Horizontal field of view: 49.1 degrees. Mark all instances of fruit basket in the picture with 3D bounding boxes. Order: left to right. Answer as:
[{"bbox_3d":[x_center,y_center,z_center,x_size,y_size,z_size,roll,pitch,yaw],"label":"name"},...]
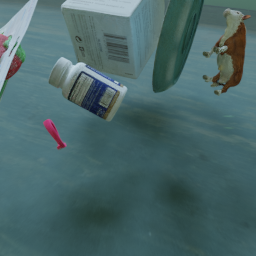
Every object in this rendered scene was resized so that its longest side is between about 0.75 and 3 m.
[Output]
[{"bbox_3d":[-2.583,-1.057,5.302,2.597,1.217,2.405,-10,59,37],"label":"fruit basket"}]

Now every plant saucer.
[{"bbox_3d":[1.231,-2.178,6.348,0.407,2.973,2.973,19,41,12],"label":"plant saucer"}]

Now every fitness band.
[{"bbox_3d":[-1.282,0.112,4.931,0.148,0.567,0.789,-29,3,-10],"label":"fitness band"}]

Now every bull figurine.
[{"bbox_3d":[2.153,-1.590,6.078,1.082,1.782,0.580,-31,37,-19],"label":"bull figurine"}]

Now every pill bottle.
[{"bbox_3d":[-0.905,-0.891,6.291,1.613,0.895,0.895,29,39,-7],"label":"pill bottle"}]

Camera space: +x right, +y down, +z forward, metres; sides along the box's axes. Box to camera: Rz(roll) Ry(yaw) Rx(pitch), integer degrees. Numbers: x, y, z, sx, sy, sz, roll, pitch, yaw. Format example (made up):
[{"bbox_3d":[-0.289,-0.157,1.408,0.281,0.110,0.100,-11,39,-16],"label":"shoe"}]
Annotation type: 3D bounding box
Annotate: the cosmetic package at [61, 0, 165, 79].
[{"bbox_3d":[-0.255,-3.148,8.346,2.061,2.073,2.478,16,54,20],"label":"cosmetic package"}]
